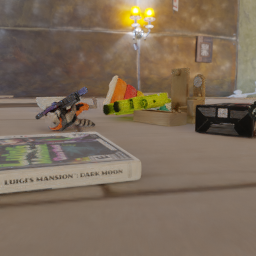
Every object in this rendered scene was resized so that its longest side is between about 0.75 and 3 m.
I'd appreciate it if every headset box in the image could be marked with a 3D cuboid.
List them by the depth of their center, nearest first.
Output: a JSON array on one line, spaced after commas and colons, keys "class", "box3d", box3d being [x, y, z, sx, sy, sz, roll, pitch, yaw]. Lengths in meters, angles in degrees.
[{"class": "headset box", "box3d": [2.748, -0.263, 7.081, 1.390, 0.702, 1.871, 6, 10, 39]}]

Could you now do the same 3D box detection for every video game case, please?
[{"class": "video game case", "box3d": [-1.282, 0.367, 3.969, 2.246, 0.289, 2.471, -3, 8, -18]}]

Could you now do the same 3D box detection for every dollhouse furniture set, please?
[{"class": "dollhouse furniture set", "box3d": [1.472, -1.156, 9.411, 2.275, 1.854, 2.164, -6, 9, -36]}]

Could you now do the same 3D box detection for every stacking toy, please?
[{"class": "stacking toy", "box3d": [0.180, -1.156, 12.453, 2.394, 1.749, 1.749, 19, 6, -6]}]

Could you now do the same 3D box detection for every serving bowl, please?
[{"class": "serving bowl", "box3d": [-3.423, -1.178, 13.894, 2.168, 0.713, 2.168, 0, 7, 0]}]

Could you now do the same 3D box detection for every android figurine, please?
[{"class": "android figurine", "box3d": [0.424, -0.853, 10.222, 2.511, 0.516, 2.286, -10, 1, -34]}]

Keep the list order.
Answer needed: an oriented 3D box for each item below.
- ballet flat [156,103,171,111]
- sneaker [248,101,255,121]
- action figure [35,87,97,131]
[{"class": "ballet flat", "box3d": [1.611, -0.987, 12.170, 0.697, 0.666, 1.979, -30, 0, 12]}, {"class": "sneaker", "box3d": [1.972, -0.408, 3.683, 0.409, 0.355, 0.923, -31, -19, -33]}, {"class": "action figure", "box3d": [-1.447, -0.383, 7.412, 1.779, 0.931, 1.721, -25, -2, 33]}]
